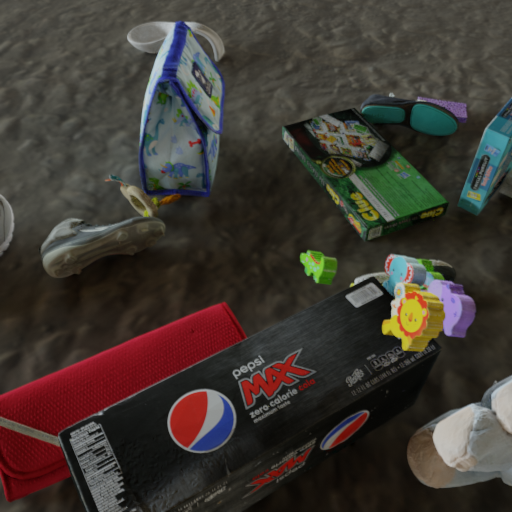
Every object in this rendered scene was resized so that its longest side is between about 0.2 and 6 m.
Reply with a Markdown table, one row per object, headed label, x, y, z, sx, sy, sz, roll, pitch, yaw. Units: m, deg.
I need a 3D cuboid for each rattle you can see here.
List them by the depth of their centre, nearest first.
| label | x | y | z | sx | sy | sz | roll | pitch | yaw |
| --- | --- | --- | --- | --- | --- | --- | --- | --- | --- |
| rattle | -2.267 | -1.373 | 11.215 | 1.234 | 0.804 | 0.882 | 44 | 84 | 8 |

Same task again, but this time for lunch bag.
| label | x | y | z | sx | sy | sz | roll | pitch | yaw |
| --- | --- | --- | --- | --- | --- | --- | --- | --- | --- |
| lunch bag | -1.554 | -3.001 | 11.578 | 1.785 | 2.802 | 2.382 | 0 | 46 | 0 |

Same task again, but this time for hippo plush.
| label | x | y | z | sx | sy | sz | roll | pitch | yaw |
| --- | --- | --- | --- | --- | --- | --- | --- | --- | --- |
| hippo plush | 3.458 | 2.837 | 7.141 | 2.827 | 2.252 | 2.273 | 5 | 50 | -58 |

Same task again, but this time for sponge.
| label | x | y | z | sx | sy | sz | roll | pitch | yaw |
| --- | --- | --- | --- | --- | --- | --- | --- | --- | --- |
| sponge | 4.619 | -3.631 | 13.948 | 1.199 | 0.179 | 0.669 | 10 | 48 | 10 |

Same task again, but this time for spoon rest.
| label | x | y | z | sx | sy | sz | roll | pitch | yaw |
| --- | --- | --- | --- | --- | --- | --- | --- | --- | --- |
| spoon rest | -2.298 | -6.208 | 15.883 | 2.802 | 0.849 | 1.392 | 12 | 49 | 10 |

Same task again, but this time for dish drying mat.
| label | x | y | z | sx | sy | sz | roll | pitch | yaw |
| --- | --- | --- | --- | --- | --- | --- | --- | --- | --- |
| dish drying mat | -1.907 | 2.030 | 8.430 | 3.984 | 0.363 | 1.530 | -22 | 62 | -20 |

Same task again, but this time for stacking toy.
| label | x | y | z | sx | sy | sz | roll | pitch | yaw |
| --- | --- | --- | --- | --- | --- | --- | --- | --- | --- |
| stacking toy | 2.300 | 0.440 | 7.706 | 2.352 | 0.733 | 3.119 | 7 | 14 | -23 |

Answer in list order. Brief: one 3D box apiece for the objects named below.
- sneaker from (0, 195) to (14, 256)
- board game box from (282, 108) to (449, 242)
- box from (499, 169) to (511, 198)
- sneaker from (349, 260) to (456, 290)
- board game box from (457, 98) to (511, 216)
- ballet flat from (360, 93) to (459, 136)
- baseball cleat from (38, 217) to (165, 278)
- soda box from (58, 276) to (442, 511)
| label | x | y | z | sx | sy | sz | roll | pitch | yaw |
| --- | --- | --- | --- | --- | --- | --- | --- | --- | --- |
| sneaker | -5.363 | -0.275 | 10.182 | 1.052 | 1.155 | 2.816 | 7 | 48 | 6 |
| board game box | 2.240 | -1.927 | 12.230 | 1.972 | 0.442 | 3.765 | -16 | 49 | -17 |
| box | 5.683 | -1.550 | 11.823 | 0.739 | 0.483 | 0.735 | 32 | 55 | 26 |
| sneaker | 2.601 | 0.664 | 9.734 | 1.894 | 0.705 | 0.801 | -14 | 54 | -1 |
| board game box | 4.798 | -2.035 | 11.095 | 0.484 | 2.063 | 1.557 | 32 | 60 | 24 |
| ballet flat | 3.683 | -3.462 | 13.406 | 2.321 | 0.848 | 0.848 | 12 | 48 | 14 |
| baseball cleat | -2.941 | -0.426 | 10.570 | 2.312 | 0.806 | 1.231 | -21 | 51 | -19 |
| soda box | 0.056 | 2.162 | 7.549 | 4.831 | 1.709 | 1.530 | -23 | 53 | -21 |
